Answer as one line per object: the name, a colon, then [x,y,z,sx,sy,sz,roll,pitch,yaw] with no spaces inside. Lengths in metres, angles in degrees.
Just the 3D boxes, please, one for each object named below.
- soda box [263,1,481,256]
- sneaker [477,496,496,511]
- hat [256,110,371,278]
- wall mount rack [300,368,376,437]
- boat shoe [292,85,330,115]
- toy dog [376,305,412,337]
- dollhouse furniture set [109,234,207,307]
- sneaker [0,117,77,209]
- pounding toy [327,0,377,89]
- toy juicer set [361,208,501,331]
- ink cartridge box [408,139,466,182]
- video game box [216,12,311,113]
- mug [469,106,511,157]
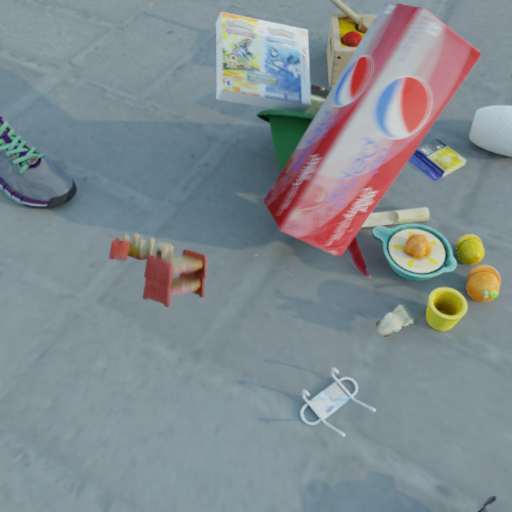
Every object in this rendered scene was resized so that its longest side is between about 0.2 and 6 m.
soda box: [1.728,-1.978,9.130,1.358,3.880,1.230,23,20,-26]
sneaker: [3.013,3.671,6.874,1.922,0.747,1.345,13,54,9]
hat: [0.996,-1.311,10.925,2.446,2.599,2.952,10,8,-3]
wall mount rack: [1.192,2.182,8.247,1.041,0.388,0.904,-32,59,-21]
boat shoe: [1.821,-3.064,11.999,2.202,0.806,0.690,25,50,15]
toy dog: [2.160,1.055,8.940,0.500,0.485,0.349,-33,85,-1]
dollhouse furniture set: [-1.564,0.175,8.282,1.560,0.635,0.840,16,15,33]
sneaker: [-4.804,-1.981,10.864,2.972,1.301,1.106,28,57,20]
pounding toy: [2.404,-5.109,13.177,1.869,1.443,2.030,2,53,1]
toy juicer set: [3.061,-0.190,9.820,1.830,0.783,2.877,-23,55,-17]
ink cartridge box: [3.725,-2.000,11.588,0.848,0.199,0.838,-27,58,-22]
video game box: [0.138,-3.477,10.123,1.715,0.401,1.563,3,74,-20]
mug: [5.141,-2.662,11.693,1.174,0.989,1.339,16,27,19]
